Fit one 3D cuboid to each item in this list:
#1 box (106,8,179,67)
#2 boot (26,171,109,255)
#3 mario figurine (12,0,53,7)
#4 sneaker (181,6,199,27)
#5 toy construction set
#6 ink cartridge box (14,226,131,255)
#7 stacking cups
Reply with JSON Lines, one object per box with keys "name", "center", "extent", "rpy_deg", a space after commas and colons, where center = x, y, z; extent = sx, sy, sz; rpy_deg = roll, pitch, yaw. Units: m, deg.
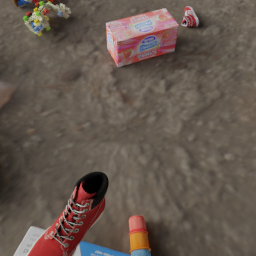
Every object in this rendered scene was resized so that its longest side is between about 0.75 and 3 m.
{"name": "box", "center": [0.446, -2.931, 9.053], "extent": [2.105, 1.080, 0.997], "rpy_deg": [-18, 57, -13]}
{"name": "boot", "center": [-0.423, 0.662, 1.875], "extent": [0.293, 0.584, 0.810], "rpy_deg": [32, 54, 12]}
{"name": "mario figurine", "center": [-3.602, -5.263, 10.732], "extent": [1.692, 0.897, 1.045], "rpy_deg": [-14, 87, -1]}
{"name": "sneaker", "center": [2.157, -4.097, 10.290], "extent": [0.565, 0.358, 1.005], "rpy_deg": [-13, 58, -13]}
{"name": "toy construction set", "center": [-2.929, -3.987, 9.923], "extent": [1.192, 0.838, 1.819], "rpy_deg": [9, 44, 35]}
{"name": "ink cartridge box", "center": [-1.234, 3.256, 4.325], "extent": [2.015, 1.174, 2.787], "rpy_deg": [13, 40, 8]}
{"name": "stacking cups", "center": [0.307, 2.632, 5.588], "extent": [0.520, 0.520, 1.720], "rpy_deg": [-3, 54, -2]}
